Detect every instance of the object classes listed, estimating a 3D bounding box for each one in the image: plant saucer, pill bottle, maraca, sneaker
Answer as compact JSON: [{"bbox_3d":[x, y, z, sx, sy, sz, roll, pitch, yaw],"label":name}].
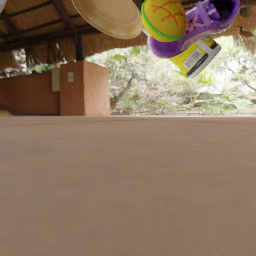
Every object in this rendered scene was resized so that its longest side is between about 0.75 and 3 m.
[{"bbox_3d":[-0.634,-4.132,9.504,2.743,0.486,2.743,24,-14,7],"label":"plant saucer"},{"bbox_3d":[1.873,-3.240,10.198,2.751,1.572,1.572,43,4,0],"label":"pill bottle"},{"bbox_3d":[0.770,-2.467,6.012,1.052,1.535,0.821,14,-34,-21],"label":"maraca"},{"bbox_3d":[1.605,-2.489,6.630,2.428,0.977,1.073,-27,8,-2],"label":"sneaker"}]

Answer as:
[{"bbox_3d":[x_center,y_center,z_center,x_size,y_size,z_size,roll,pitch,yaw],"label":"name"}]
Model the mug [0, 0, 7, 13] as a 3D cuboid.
[{"bbox_3d":[-2.201,-1.825,3.468,1.234,1.466,1.672,32,21,15],"label":"mug"}]
